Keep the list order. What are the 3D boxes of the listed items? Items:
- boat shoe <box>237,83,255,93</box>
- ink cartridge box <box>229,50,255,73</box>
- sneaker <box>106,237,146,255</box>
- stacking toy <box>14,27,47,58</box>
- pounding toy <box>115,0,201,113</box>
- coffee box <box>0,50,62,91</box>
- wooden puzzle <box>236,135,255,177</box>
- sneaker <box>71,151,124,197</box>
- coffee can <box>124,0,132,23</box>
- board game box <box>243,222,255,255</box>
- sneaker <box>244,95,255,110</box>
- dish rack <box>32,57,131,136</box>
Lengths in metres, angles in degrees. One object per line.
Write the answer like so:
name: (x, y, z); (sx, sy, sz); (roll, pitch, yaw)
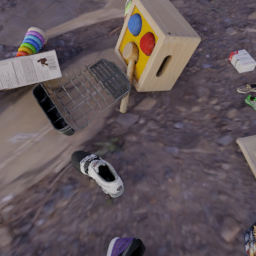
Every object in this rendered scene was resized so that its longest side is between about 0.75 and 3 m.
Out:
boat shoe: (4.148, -1.384, 9.566); (0.815, 0.243, 0.293); (-4, 52, -3)
ink cartridge box: (4.226, -2.467, 10.346); (0.603, 0.350, 0.836); (-13, 53, -10)
sneaker: (-0.114, 3.080, 5.548); (0.808, 0.699, 1.846); (-20, 43, 35)
stacking toy: (-3.779, -2.908, 10.537); (0.794, 0.794, 1.860); (14, 60, 10)
pounding toy: (0.563, -2.327, 9.069); (1.929, 2.713, 2.498); (-7, 54, -30)
coffee box: (-3.446, -1.887, 9.210); (2.280, 0.910, 1.289); (-16, 19, -13)
wooden puzzle: (4.542, 0.979, 7.469); (2.369, 0.592, 2.557); (-11, 52, -7)
sneaker: (-0.827, 1.008, 7.361); (1.788, 0.791, 0.663); (31, 60, 24)
coffee can: (0.580, -4.139, 10.938); (1.484, 1.484, 2.027); (2, 51, 2)
board game box: (2.753, 2.771, 5.881); (0.234, 0.917, 1.353); (7, 51, 4)
sneaker: (4.158, -0.786, 9.048); (0.762, 0.325, 0.297); (31, 58, 21)
dish rack: (-1.373, -1.166, 8.770); (2.757, 0.752, 2.115); (-36, 60, -6)
